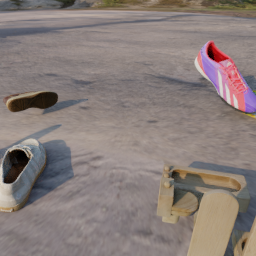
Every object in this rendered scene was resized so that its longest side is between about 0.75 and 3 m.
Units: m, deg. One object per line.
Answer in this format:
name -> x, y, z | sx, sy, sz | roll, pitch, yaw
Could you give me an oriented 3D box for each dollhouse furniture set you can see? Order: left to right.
dollhouse furniture set -> 1.466, 0.848, 4.256 | 1.914, 1.640, 2.013 | 8, 29, 8

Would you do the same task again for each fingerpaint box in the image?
fingerpaint box -> 4.130, -0.696, 8.768 | 0.857, 0.377, 1.028 | -34, 40, -21

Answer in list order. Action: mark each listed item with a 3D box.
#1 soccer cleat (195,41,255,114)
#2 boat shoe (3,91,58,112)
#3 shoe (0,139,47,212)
soccer cleat -> 2.998, -1.500, 8.352 | 0.867, 0.930, 2.541 | -28, 68, -18
boat shoe -> -2.963, -0.898, 8.584 | 1.648, 0.594, 0.593 | -19, 40, -40
shoe -> -2.227, 0.767, 5.951 | 0.794, 0.606, 2.270 | -2, 28, -6
